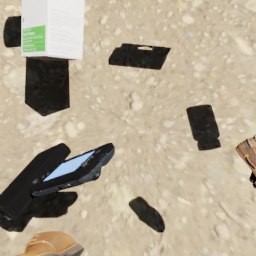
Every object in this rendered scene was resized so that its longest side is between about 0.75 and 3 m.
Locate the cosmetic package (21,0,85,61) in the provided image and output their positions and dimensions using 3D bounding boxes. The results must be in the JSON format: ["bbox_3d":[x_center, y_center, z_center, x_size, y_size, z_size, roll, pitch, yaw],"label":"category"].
[{"bbox_3d":[-1.661,-2.684,6.206,1.219,0.961,2.265,11,102,43],"label":"cosmetic package"}]

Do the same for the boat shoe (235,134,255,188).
[{"bbox_3d":[1.745,0.613,3.550,0.397,0.423,1.176,-26,103,20],"label":"boat shoe"}]

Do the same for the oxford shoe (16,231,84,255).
[{"bbox_3d":[-1.502,2.133,4.658,0.749,2.101,0.749,39,86,19],"label":"oxford shoe"}]

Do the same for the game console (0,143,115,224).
[{"bbox_3d":[-1.276,0.756,4.771,0.347,2.882,1.700,51,43,-18],"label":"game console"}]
